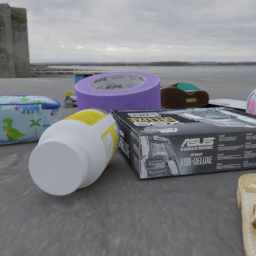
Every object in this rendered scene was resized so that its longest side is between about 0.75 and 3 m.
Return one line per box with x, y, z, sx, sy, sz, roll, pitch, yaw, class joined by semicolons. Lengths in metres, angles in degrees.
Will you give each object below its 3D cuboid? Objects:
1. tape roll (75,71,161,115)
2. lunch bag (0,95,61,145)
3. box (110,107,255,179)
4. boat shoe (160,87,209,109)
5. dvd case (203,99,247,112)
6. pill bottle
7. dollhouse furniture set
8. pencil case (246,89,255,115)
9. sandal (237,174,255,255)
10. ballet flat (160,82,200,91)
-0.266;-0.869;8.204;2.443;1.038;2.443;-4;26;2;tape roll
-2.967;-0.260;6.785;2.456;1.012;1.974;-5;10;-24;lunch bag
1.262;0.131;5.487;2.905;0.723;2.291;-2;13;-13;box
1.988;-1.104;11.197;2.518;0.930;0.931;3;-1;-25;boat shoe
4.346;-0.916;11.509;1.943;0.239;2.723;-6;14;-28;dvd case
-0.727;0.299;4.176;0.977;0.977;1.745;2;12;9;pill bottle
-1.722;-1.752;12.599;2.046;1.414;2.167;-1;13;-2;dollhouse furniture set
4.586;-0.633;7.727;2.830;1.284;1.176;-8;12;-30;pencil case
1.531;0.720;2.668;0.880;0.790;2.401;2;12;9;sandal
1.931;-1.454;12.381;2.984;1.006;0.950;-6;-4;-32;ballet flat
